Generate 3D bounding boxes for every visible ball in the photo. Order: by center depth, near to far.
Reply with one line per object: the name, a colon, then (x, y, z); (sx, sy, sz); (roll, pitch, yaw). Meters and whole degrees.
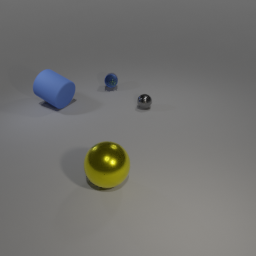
ball: (-0.627, 1.093, 8.420); (1.400, 1.400, 1.400); (0, 30, 0)
ball: (0.776, -1.243, 13.110); (0.700, 0.700, 0.700); (0, 30, 0)

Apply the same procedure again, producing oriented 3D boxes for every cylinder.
cylinder: (-3.428, -1.825, 13.083); (1.400, 1.400, 1.400); (30, 39, 15)
cylinder: (-0.892, -2.561, 14.955); (0.700, 0.700, 0.700); (-1, 18, -1)
